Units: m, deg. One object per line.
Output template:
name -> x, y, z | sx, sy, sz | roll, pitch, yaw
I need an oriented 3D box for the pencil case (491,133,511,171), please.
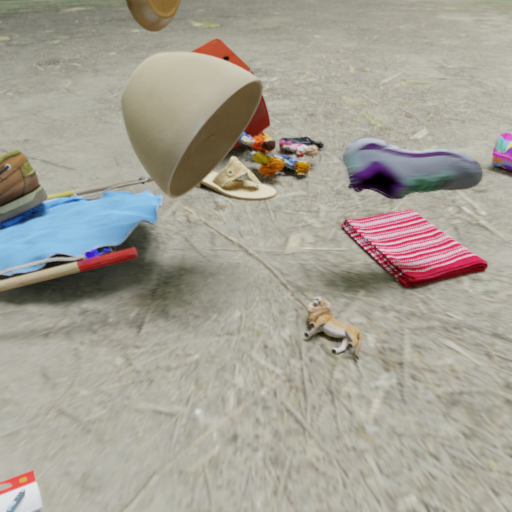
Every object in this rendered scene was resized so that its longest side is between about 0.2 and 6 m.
pencil case -> 6.256, -2.125, 12.414 | 0.886, 0.886, 2.006 | -23, 36, -33

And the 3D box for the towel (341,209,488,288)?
towel -> 2.707, -0.224, 9.813 | 1.629, 0.253, 2.253 | -10, 32, -18

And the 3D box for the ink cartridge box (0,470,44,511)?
ink cartridge box -> -2.497, 2.416, 5.521 | 0.673, 0.151, 0.593 | -15, 35, -24

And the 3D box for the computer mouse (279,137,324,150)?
computer mouse -> 1.066, -2.757, 14.025 | 1.135, 0.299, 0.786 | -8, 30, -34

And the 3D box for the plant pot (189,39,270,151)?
plant pot -> -0.997, -3.776, 13.136 | 2.002, 1.766, 2.004 | -35, 69, -16

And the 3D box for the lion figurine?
lion figurine -> 1.103, 1.004, 7.735 | 1.079, 0.391, 0.661 | 35, 36, 24

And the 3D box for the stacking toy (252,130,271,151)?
stacking toy -> -0.246, -3.419, 14.446 | 1.328, 1.405, 2.420 | -16, 48, -19

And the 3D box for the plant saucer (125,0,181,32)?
plant saucer -> -1.719, -4.728, 9.739 | 0.274, 1.550, 1.550 | 12, 33, 26

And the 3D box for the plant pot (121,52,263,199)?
plant pot -> -1.020, -1.949, 7.548 | 1.315, 1.959, 1.959 | 40, 40, 4

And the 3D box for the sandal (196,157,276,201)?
sandal -> -0.616, -1.761, 11.894 | 2.199, 0.723, 0.806 | 15, 34, 23

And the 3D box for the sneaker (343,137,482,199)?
sneaker -> 2.251, -1.056, 8.034 | 2.049, 0.763, 0.897 | 7, 52, -3

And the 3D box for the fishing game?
fishing game -> -3.179, -0.368, 9.477 | 3.358, 0.729, 4.689 | -14, 23, -6

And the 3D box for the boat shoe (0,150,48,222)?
boat shoe -> -5.235, -0.841, 9.535 | 3.073, 1.045, 1.106 | -30, 26, -22

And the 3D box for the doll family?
doll family -> 0.558, -2.174, 12.684 | 2.011, 0.906, 1.248 | -2, 19, -39
